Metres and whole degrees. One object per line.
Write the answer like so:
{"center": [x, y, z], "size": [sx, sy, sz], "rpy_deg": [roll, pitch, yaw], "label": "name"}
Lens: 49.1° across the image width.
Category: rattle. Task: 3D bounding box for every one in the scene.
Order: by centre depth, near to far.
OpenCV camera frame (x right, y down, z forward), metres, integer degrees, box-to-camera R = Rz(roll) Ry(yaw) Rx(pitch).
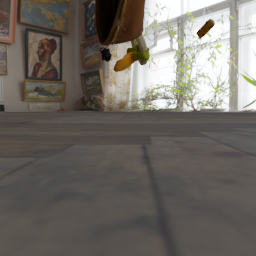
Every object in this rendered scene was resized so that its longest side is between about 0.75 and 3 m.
{"center": [-0.106, -2.704, 8.734], "size": [1.251, 1.751, 1.140], "rpy_deg": [-24, -5, 10], "label": "rattle"}

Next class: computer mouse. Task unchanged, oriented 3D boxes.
{"center": [-0.384, -3.916, 11.909], "size": [0.535, 2.439, 1.337], "rpy_deg": [30, -6, 3], "label": "computer mouse"}

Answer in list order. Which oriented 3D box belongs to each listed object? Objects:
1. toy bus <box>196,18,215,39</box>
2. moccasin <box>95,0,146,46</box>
{"center": [2.769, -3.531, 9.920], "size": [0.352, 0.293, 0.899], "rpy_deg": [-38, -1, -23], "label": "toy bus"}
{"center": [-0.181, -1.673, 2.936], "size": [0.715, 0.678, 1.853], "rpy_deg": [-30, -22, -19], "label": "moccasin"}
